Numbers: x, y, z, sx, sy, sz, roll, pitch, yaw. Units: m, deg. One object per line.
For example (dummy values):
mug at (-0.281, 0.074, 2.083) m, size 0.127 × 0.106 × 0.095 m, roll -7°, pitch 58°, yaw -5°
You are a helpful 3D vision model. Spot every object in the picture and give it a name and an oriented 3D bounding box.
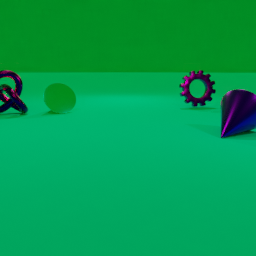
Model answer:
gear at (2.836, -1.606, 11.439) m, size 1.460 × 1.460 × 0.270 m, roll -2°, pitch 3°, yaw -7°
knot shape at (-4.113, -1.069, 9.779) m, size 1.528 × 1.633 × 0.754 m, roll 38°, pitch 29°, yaw 4°
cone at (-2.699, -0.919, 10.564) m, size 1.180 × 1.180 × 1.185 m, roll -7°, pitch -13°, yaw -30°
cone at (2.554, -0.118, 6.827) m, size 1.211 × 1.211 × 1.215 m, roll 12°, pitch 44°, yaw 44°
